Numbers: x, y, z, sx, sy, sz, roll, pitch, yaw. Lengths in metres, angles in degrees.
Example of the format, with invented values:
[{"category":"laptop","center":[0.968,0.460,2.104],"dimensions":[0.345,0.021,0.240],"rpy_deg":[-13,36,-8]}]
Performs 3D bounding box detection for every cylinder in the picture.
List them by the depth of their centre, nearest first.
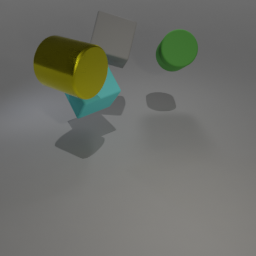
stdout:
[{"category":"cylinder","center":[-1.477,-1.597,7.355],"dimensions":[1.400,1.400,1.400],"rpy_deg":[21,37,26]},{"category":"cylinder","center":[1.888,-3.017,11.074],"dimensions":[1.400,1.400,1.400],"rpy_deg":[-2,5,-3]}]

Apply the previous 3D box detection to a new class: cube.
[{"category":"cube","center":[-1.327,-1.383,9.773],"dimensions":[1.400,1.400,1.400],"rpy_deg":[-24,82,-26]},{"category":"cube","center":[-0.598,-3.168,10.242],"dimensions":[1.400,1.400,1.400],"rpy_deg":[14,-2,-8]}]
